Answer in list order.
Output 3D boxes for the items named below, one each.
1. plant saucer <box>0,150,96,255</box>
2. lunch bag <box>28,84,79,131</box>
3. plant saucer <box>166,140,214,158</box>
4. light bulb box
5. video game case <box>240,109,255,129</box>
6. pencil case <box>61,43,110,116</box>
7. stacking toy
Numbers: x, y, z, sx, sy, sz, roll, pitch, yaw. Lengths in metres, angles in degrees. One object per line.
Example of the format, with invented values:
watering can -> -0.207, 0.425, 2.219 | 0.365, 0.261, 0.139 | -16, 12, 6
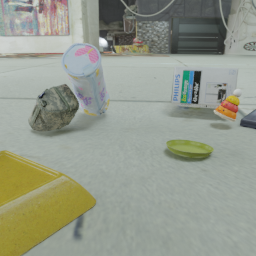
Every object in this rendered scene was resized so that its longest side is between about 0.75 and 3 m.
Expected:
plant saucer -> -2.148, 1.037, 4.256 | 2.436, 0.590, 2.437 | 14, 22, 34
lunch bag -> -2.118, -0.502, 7.745 | 1.104, 0.917, 1.316 | -30, -9, -41
plant saucer -> 1.410, 0.484, 6.459 | 1.087, 0.169, 1.087 | 4, 12, -1
light bulb box -> 2.652, -1.354, 9.805 | 2.010, 1.254, 1.992 | 6, 3, 15
video game case -> 5.031, -0.336, 8.864 | 1.982, 0.263, 2.775 | 15, 24, 38
pencil case -> -1.163, -1.311, 8.263 | 1.064, 1.161, 2.559 | -15, -23, -4
stacking toy -> 3.003, -0.713, 8.159 | 0.686, 0.939, 0.686 | 22, 14, -6
